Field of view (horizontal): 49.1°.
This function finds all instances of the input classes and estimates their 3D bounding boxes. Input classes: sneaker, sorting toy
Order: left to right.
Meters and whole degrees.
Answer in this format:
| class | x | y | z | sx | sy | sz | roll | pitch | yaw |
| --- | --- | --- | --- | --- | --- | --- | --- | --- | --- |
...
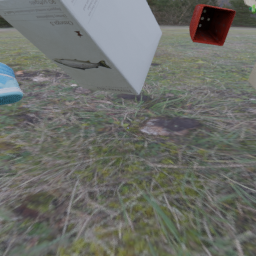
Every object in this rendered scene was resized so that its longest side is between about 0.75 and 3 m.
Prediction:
| class | x | y | z | sx | sy | sz | roll | pitch | yaw |
| --- | --- | --- | --- | --- | --- | --- | --- | --- | --- |
| sneaker | -2.366 | -0.734 | 4.549 | 1.130 | 0.738 | 0.449 | -9 | -18 | -35 |
| sorting toy | 2.932 | -2.828 | 6.409 | 0.688 | 0.137 | 0.931 | 20 | 50 | -16 |

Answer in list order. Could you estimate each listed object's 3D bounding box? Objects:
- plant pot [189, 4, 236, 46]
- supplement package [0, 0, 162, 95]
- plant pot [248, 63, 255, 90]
| class | x | y | z | sx | sy | sz | roll | pitch | yaw |
| --- | --- | --- | --- | --- | --- | --- | --- | --- | --- |
| plant pot | 2.222 | -2.948 | 7.816 | 0.965 | 0.964 | 0.851 | 3 | 35 | -14 |
| supplement package | -0.793 | -2.182 | 5.671 | 1.751 | 1.757 | 2.996 | 10 | -17 | 31 |
| plant pot | 3.583 | -1.089 | 5.986 | 1.527 | 1.352 | 1.525 | 22 | 32 | -21 |
